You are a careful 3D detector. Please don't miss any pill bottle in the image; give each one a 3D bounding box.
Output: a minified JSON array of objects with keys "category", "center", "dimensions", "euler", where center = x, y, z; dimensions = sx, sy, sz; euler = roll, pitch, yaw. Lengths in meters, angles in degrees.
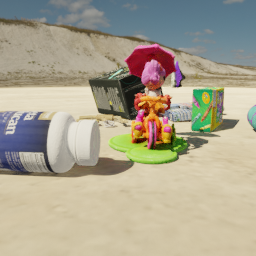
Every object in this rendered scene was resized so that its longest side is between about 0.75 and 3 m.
[{"category":"pill bottle","center":[-1.651,0.258,5.421],"dimensions":[2.112,1.173,1.173],"euler":[1,11,6]}]

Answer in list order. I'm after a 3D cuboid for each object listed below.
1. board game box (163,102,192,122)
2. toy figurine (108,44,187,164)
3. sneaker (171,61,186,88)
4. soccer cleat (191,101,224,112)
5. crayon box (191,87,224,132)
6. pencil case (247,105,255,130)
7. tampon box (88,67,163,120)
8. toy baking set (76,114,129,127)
[{"category":"board game box","center":[2.510,-0.758,12.158],"dimensions":[1.809,0.558,1.810],"euler":[-8,12,-10]},{"category":"toy figurine","center":[0.523,-0.765,7.037],"dimensions":[2.139,2.623,2.850],"euler":[0,11,1]},{"category":"sneaker","center":[1.817,-1.899,10.029],"dimensions":[0.486,0.978,0.340],"euler":[4,0,-2]},{"category":"soccer cleat","center":[3.715,-1.037,13.759],"dimensions":[1.957,0.684,0.845],"euler":[9,15,39]},{"category":"crayon box","center":[2.962,-0.751,10.223],"dimensions":[0.695,1.416,2.385],"euler":[5,11,27]},{"category":"pencil case","center":[4.333,-0.245,8.520],"dimensions":[0.962,1.045,2.262],"euler":[-7,7,12]},{"category":"tampon box","center":[-0.115,-1.727,13.013],"dimensions":[2.140,1.803,2.856],"euler":[-26,22,-27]},{"category":"toy baking set","center":[-0.972,-0.262,10.920],"dimensions":[2.223,0.259,1.706],"euler":[2,14,11]}]
